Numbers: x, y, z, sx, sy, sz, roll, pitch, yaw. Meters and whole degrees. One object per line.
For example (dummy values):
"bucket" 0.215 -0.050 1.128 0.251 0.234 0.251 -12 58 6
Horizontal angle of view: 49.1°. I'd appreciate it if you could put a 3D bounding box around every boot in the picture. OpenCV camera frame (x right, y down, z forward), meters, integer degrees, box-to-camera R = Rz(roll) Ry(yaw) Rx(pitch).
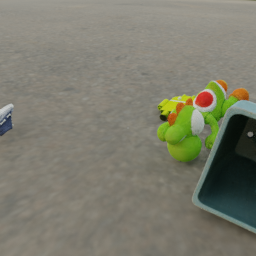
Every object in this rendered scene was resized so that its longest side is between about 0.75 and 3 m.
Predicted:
"boot" -3.579 -0.237 8.140 0.501 0.623 1.379 -29 17 12

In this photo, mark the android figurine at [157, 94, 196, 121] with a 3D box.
"android figurine" 1.769 -0.711 9.529 1.440 0.325 1.582 14 41 37

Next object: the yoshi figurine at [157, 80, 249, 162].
"yoshi figurine" 1.932 -0.102 7.488 2.846 1.600 1.594 -30 85 -28

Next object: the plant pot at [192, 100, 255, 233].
"plant pot" 2.824 0.610 5.699 2.135 2.141 2.181 22 26 17
